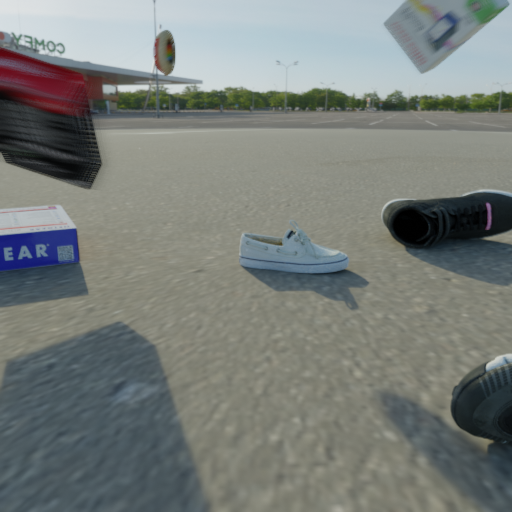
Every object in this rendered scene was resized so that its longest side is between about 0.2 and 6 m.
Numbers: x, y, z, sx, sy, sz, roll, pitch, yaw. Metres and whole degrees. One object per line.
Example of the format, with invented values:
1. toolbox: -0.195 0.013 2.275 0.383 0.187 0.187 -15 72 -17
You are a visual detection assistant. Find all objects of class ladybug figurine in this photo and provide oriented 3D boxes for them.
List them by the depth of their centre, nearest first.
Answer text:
1. ladybug figurine: -2.004 -4.395 12.150 0.342 0.950 0.645 4 7 19

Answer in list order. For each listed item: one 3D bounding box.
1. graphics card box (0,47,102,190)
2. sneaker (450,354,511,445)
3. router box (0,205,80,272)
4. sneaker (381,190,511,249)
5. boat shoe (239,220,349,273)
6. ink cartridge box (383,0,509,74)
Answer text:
1. graphics card box: -3.268 -2.004 8.463 1.539 0.624 2.452 17 -24 -1
2. sneaker: 2.683 1.205 4.134 2.319 0.770 1.049 2 13 0
3. router box: -4.510 -0.306 9.684 2.502 0.611 2.245 -7 17 -24
4. sneaker: 3.664 -0.610 10.334 2.722 0.962 1.350 -1 17 17
5. boat shoe: 0.595 -0.184 8.998 1.789 0.763 0.661 5 17 17
6. ink cartridge box: 2.513 -3.240 7.513 0.558 0.927 1.275 -35 -2 -42
